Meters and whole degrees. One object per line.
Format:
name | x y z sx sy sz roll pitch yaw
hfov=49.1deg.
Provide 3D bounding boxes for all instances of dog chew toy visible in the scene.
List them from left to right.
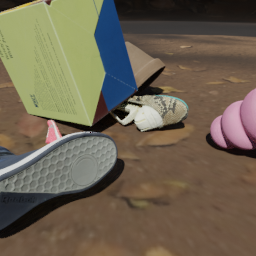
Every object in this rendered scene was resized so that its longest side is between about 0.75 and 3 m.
dog chew toy | 2.596 -0.105 5.944 1.255 1.255 2.016 -19 -6 -35

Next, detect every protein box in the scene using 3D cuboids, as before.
protein box | -1.754 -1.938 7.571 2.940 2.918 1.983 10 38 40

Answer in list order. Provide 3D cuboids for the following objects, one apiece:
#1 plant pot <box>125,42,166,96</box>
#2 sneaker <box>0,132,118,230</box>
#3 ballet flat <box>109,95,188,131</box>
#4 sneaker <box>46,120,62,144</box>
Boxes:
plant pot | 0.159 -2.031 9.438 1.506 1.727 1.727 49 38 4
sneaker | -1.643 0.613 4.783 2.603 0.990 1.881 -21 19 -32
ballet flat | 0.279 -0.421 7.755 2.834 0.961 1.067 17 49 45
sneaker | -1.701 0.175 6.296 0.388 0.330 0.895 -24 58 -14
